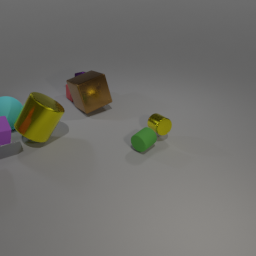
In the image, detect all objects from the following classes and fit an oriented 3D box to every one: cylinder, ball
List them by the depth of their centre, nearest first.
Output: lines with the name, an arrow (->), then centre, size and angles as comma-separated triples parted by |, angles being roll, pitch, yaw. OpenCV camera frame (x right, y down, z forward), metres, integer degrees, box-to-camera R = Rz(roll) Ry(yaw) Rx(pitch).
cylinder -> 0.583, 0.421, 10.290 | 0.700, 0.700, 0.700 | 23, 41, 33
cylinder -> -3.328, -0.409, 10.543 | 1.400, 1.400, 1.400 | 32, 13, -8
cylinder -> 1.218, -0.146, 10.829 | 0.700, 0.700, 0.700 | -16, 26, -24
ball -> -4.992, -0.598, 11.513 | 1.400, 1.400, 1.400 | 0, 31, 0

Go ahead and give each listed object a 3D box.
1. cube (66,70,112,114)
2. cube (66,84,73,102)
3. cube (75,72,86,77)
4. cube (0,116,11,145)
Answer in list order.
cube -> -1.782, -1.699, 12.935 | 1.400, 1.400, 1.400 | -27, 30, -22
cube -> -2.669, -1.820, 14.135 | 0.700, 0.700, 0.700 | -16, 34, -32
cube -> -2.399, -2.597, 15.112 | 0.700, 0.700, 0.700 | -1, -3, 40
cube -> -4.366, 0.116, 9.349 | 0.700, 0.700, 0.700 | -13, 52, -35
